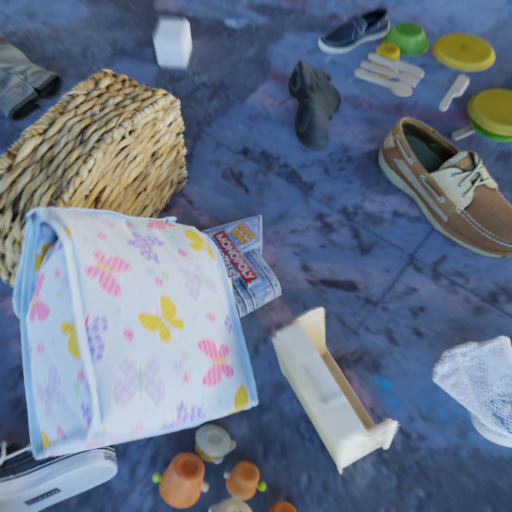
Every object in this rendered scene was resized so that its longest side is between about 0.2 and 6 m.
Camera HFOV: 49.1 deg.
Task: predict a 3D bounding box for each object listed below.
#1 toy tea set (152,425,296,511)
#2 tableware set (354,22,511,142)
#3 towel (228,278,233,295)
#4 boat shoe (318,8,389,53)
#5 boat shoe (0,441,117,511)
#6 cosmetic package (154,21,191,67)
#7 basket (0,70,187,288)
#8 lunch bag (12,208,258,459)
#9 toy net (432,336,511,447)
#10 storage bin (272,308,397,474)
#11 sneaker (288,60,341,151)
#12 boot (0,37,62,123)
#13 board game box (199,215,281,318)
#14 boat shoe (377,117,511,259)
[{"bbox_3d":[-0.423,3.363,7.699,2.042,0.756,1.214,38,35,26],"label":"toy tea set"},{"bbox_3d":[4.577,-3.799,12.369,4.484,0.688,3.021,26,57,17],"label":"tableware set"},{"bbox_3d":[-1.107,1.040,9.032,1.599,0.187,1.220,-12,70,9],"label":"towel"},{"bbox_3d":[2.353,-5.423,13.401,1.970,0.613,0.735,-25,62,-14],"label":"boat shoe"},{"bbox_3d":[-3.249,2.956,7.659,2.601,0.960,0.888,-21,50,-5],"label":"boat shoe"},{"bbox_3d":[-1.928,-4.948,13.044,0.676,0.672,0.808,6,56,4],"label":"cosmetic package"},{"bbox_3d":[-3.373,-1.466,9.490,2.886,2.765,3.874,25,60,14],"label":"basket"},{"bbox_3d":[-1.712,0.881,7.673,2.621,1.965,3.090,4,65,-46],"label":"lunch bag"},{"bbox_3d":[4.746,2.625,8.000,4.586,0.886,2.406,13,60,11],"label":"toy net"},{"bbox_3d":[1.060,1.902,7.860,0.844,1.787,1.800,-27,60,-7],"label":"storage bin"},{"bbox_3d":[1.351,-3.151,11.763,1.039,0.869,2.288,8,60,-22],"label":"sneaker"},{"bbox_3d":[-5.787,-3.434,11.923,1.937,1.004,2.965,36,65,15],"label":"boot"},{"bbox_3d":[-0.407,0.112,9.776,1.782,0.550,1.783,-29,61,-17],"label":"board game box"},{"bbox_3d":[3.587,-1.323,10.309,1.264,1.234,3.340,-35,63,-21],"label":"boat shoe"}]
